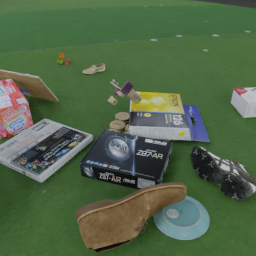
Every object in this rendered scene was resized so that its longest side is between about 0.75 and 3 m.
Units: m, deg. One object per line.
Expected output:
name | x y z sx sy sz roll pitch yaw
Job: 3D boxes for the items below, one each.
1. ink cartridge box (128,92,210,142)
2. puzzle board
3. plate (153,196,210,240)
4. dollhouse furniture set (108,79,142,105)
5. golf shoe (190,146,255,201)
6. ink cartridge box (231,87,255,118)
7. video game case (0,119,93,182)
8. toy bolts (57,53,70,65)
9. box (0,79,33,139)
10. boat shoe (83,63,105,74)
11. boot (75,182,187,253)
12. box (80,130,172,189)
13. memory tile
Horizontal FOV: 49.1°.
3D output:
ink cartridge box | 1.549 -0.557 11.268 2.991 0.703 2.956 1 31 2
puzzle board | -4.657 -1.981 12.794 2.588 1.950 0.225 13 70 19
plate | 1.432 2.313 7.571 1.536 0.196 1.536 0 33 0
dollhouse furniture set | -0.207 -1.237 10.563 1.008 1.272 0.903 -52 49 3
golf shoe | 2.916 1.315 8.667 1.075 0.884 2.274 -9 38 -35
ink cartridge box | 5.823 -1.172 12.370 1.970 0.817 1.446 -4 32 -5
video game case | -3.030 0.657 10.038 2.460 0.316 2.706 17 36 25
toy bolts | -3.990 -4.329 17.486 0.770 0.736 0.534 13 24 -14
box | -5.011 -0.866 11.466 1.396 1.288 2.721 -20 38 -27
boat shoe | -1.975 -3.460 16.262 1.388 0.451 0.501 -16 36 -23
boot | 0.253 2.242 7.108 2.964 1.091 1.118 -17 51 -11
box | 0.015 1.009 9.249 2.561 0.557 2.051 11 34 16
memory tile | 0.507 0.069 11.019 2.621 0.220 2.009 10 34 16
